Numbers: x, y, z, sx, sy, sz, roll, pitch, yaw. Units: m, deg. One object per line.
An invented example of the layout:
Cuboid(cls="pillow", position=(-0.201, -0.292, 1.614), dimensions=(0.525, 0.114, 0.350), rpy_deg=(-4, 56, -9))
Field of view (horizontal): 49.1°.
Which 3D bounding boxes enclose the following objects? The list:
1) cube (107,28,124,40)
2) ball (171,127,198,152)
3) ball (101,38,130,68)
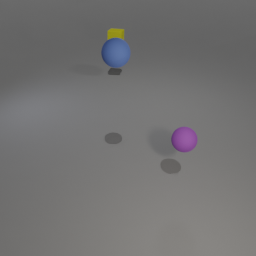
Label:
Cuboid(cls="cube", position=(-0.600, -4.520, 13.942), dimensions=(0.700, 0.700, 0.700), rpy_deg=(7, 30, 9))
Cuboid(cls="ball", position=(1.529, 0.313, 7.607), dimensions=(0.700, 0.700, 0.700), rpy_deg=(0, 33, 0))
Cuboid(cls="ball", position=(-0.291, -1.808, 6.740), dimensions=(0.700, 0.700, 0.700), rpy_deg=(0, 33, 0))
